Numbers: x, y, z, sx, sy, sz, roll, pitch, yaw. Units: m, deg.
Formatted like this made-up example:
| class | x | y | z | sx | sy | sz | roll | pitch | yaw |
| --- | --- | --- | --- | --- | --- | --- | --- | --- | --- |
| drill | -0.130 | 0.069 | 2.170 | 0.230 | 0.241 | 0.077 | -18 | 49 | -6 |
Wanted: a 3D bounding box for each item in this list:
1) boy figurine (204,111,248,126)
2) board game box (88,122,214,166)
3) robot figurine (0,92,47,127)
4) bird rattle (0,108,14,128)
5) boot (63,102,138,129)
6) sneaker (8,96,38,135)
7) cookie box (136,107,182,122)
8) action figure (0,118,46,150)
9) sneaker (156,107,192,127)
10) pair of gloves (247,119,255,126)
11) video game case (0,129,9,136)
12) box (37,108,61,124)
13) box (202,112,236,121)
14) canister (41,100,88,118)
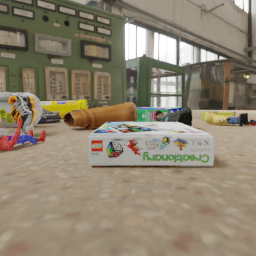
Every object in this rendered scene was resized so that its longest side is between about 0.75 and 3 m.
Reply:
| class | x | y | z | sx | sy | sz | roll | pitch | yaw |
| --- | --- | --- | --- | --- | --- | --- | --- | --- | --- |
| boy figurine | 4.391 | -0.427 | 12.690 | 1.222 | 0.633 | 1.965 | -7 | 11 | -37 |
| board game box | 0.361 | 0.209 | 5.617 | 1.888 | 0.518 | 2.991 | 0 | 5 | 1 |
| robot figurine | -4.633 | -0.753 | 11.605 | 2.497 | 1.410 | 2.117 | 2 | -29 | 18 |
| bird rattle | -4.544 | -0.269 | 9.401 | 1.164 | 0.949 | 0.655 | 1 | -36 | 8 |
| boot | -1.062 | -0.380 | 10.495 | 2.051 | 0.977 | 2.651 | -4 | -4 | -36 |
| sneaker | -3.239 | -0.416 | 8.569 | 0.735 | 0.745 | 1.904 | 12 | 24 | -31 |
| cookie box | 1.379 | -0.632 | 13.843 | 2.117 | 0.796 | 1.811 | 2 | 7 | 29 |
| action figure | -2.502 | 0.027 | 6.257 | 0.568 | 0.861 | 1.741 | 1 | 7 | 13 |
| sneaker | 1.835 | -0.355 | 10.582 | 0.877 | 0.834 | 2.212 | 0 | 4 | 29 |
| pair of gloves | 5.717 | -0.311 | 13.511 | 1.752 | 0.243 | 1.966 | -4 | 7 | -41 |
| video game case | -4.781 | -0.136 | 7.021 | 2.370 | 0.308 | 2.603 | 4 | -10 | 39 |
| box | -4.743 | -0.721 | 14.434 | 2.122 | 0.383 | 1.517 | 21 | 16 | 32 |
| box | 5.300 | -0.695 | 16.354 | 2.073 | 0.520 | 0.780 | -2 | 6 | -33 |
| canister | -4.192 | -1.224 | 18.494 | 2.857 | 1.236 | 2.121 | -2 | 5 | -3 |
